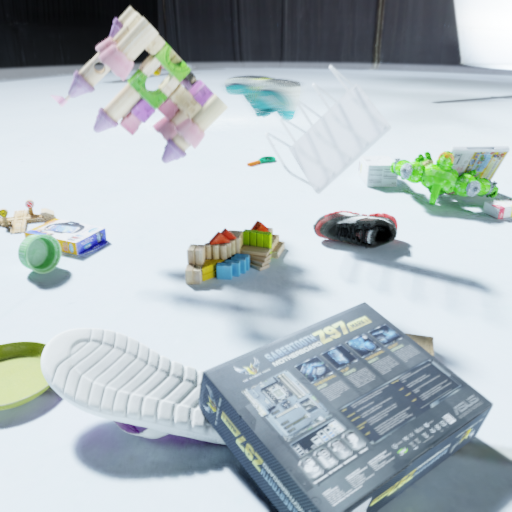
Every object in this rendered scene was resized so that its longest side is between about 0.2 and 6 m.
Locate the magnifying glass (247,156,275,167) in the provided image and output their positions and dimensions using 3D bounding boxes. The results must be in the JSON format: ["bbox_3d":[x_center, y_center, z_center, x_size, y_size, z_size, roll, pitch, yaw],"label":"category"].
[{"bbox_3d":[0.162,-3.037,18.029,0.472,0.133,1.185,21,30,38],"label":"magnifying glass"}]

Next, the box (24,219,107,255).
[{"bbox_3d":[-4.004,-0.413,11.996,1.608,0.334,0.957,9,26,23],"label":"box"}]

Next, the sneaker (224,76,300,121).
[{"bbox_3d":[0.044,-2.799,9.863,0.669,0.688,1.727,-14,29,-39],"label":"sneaker"}]

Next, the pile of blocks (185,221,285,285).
[{"bbox_3d":[-0.344,-0.161,10.884,1.027,0.777,2.501,20,32,37],"label":"pile of blocks"}]

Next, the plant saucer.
[{"bbox_3d":[-3.370,1.647,7.578,1.465,0.228,1.465,0,25,0],"label":"plant saucer"}]

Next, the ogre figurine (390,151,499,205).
[{"bbox_3d":[4.768,-1.968,14.349,2.712,1.330,1.626,37,20,11],"label":"ogre figurine"}]

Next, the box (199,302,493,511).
[{"bbox_3d":[1.011,1.715,6.419,2.675,0.682,2.109,-17,43,-35],"label":"box"}]

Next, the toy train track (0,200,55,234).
[{"bbox_3d":[-6.121,-0.920,12.977,2.701,0.439,1.549,-8,26,-16],"label":"toy train track"}]

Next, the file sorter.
[{"bbox_3d":[1.355,-2.549,11.324,1.242,1.995,1.384,17,38,-48],"label":"file sorter"}]

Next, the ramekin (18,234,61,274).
[{"bbox_3d":[-4.162,-0.054,10.723,0.370,0.757,0.757,8,25,36],"label":"ramekin"}]

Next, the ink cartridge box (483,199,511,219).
[{"bbox_3d":[5.995,-1.150,13.632,0.715,0.298,0.519,-9,26,-20],"label":"ink cartridge box"}]

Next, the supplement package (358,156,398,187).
[{"bbox_3d":[3.484,-2.436,16.056,0.879,0.625,1.128,-1,23,-3],"label":"supplement package"}]

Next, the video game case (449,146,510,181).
[{"bbox_3d":[5.660,-2.319,14.856,1.489,1.636,0.187,-1,59,-2],"label":"video game case"}]

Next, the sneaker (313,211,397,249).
[{"bbox_3d":[2.145,-0.549,11.879,1.833,0.648,0.896,1,22,0],"label":"sneaker"}]

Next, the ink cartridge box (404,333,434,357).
[{"bbox_3d":[2.303,1.391,8.126,0.510,0.232,0.619,7,25,13],"label":"ink cartridge box"}]

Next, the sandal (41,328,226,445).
[{"bbox_3d":[-1.344,1.755,6.866,2.850,0.700,1.160,19,38,8],"label":"sandal"}]

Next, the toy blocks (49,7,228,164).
[{"bbox_3d":[-2.482,-3.355,11.739,2.370,2.631,2.815,-44,36,7],"label":"toy blocks"}]
